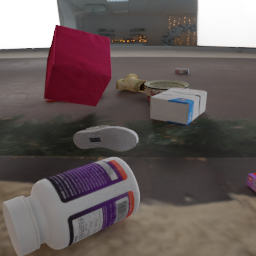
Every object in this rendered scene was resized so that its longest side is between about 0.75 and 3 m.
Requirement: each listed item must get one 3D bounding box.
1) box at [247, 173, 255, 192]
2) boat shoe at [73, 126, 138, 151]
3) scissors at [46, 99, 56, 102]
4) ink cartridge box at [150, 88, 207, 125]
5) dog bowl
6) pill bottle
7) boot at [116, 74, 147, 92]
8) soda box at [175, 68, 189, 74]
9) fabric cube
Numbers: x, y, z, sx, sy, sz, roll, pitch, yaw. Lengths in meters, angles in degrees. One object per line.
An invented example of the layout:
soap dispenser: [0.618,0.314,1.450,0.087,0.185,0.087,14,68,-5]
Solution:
box: [3.625,1.465,6.150,1.144,0.327,1.672,-5,21,-13]
boat shoe: [-0.582,0.245,7.982,1.996,0.718,0.656,-7,20,27]
scissors: [-3.186,-1.442,14.134,2.000,0.139,0.732,1,19,7]
ink cartridge box: [2.161,-0.983,11.753,1.635,0.952,2.261,13,24,30]
dog bowl: [1.939,-1.836,14.217,2.260,0.833,2.260,-1,21,0]
pill bottle: [-0.991,1.390,5.083,2.206,1.229,1.229,-15,25,-33]
boot: [0.507,-2.633,16.404,1.641,0.768,2.111,12,25,29]
soda box: [4.197,-4.448,21.852,1.045,0.332,0.358,7,21,18]
fabric cube: [-2.183,-2.539,11.916,2.321,2.329,2.285,7,59,-22]
